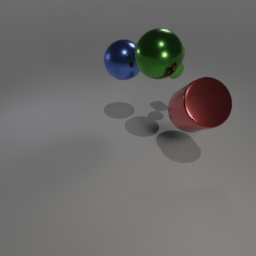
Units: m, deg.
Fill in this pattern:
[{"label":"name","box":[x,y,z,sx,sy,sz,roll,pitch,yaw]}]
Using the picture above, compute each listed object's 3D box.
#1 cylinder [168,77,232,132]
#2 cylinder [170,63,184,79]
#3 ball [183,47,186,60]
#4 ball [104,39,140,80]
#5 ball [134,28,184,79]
[{"label":"cylinder","box":[2.024,-0.620,8.103,1.400,1.400,1.400,-7,-4,-10]},{"label":"cylinder","box":[1.645,-2.335,10.630,0.700,0.700,0.700,-15,43,-22]},{"label":"ball","box":[1.487,-2.381,8.967,0.700,0.700,0.700,0,32,0]},{"label":"ball","box":[-0.152,-2.390,9.863,1.400,1.400,1.400,0,32,0]},{"label":"ball","box":[0.878,-2.092,7.960,1.400,1.400,1.400,0,32,0]}]
